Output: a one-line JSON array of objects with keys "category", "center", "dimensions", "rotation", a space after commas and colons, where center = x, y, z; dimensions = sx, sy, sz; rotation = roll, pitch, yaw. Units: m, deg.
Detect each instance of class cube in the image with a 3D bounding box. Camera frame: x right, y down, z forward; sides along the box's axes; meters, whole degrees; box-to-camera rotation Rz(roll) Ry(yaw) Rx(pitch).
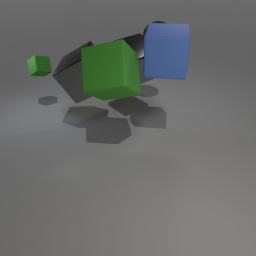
[{"category": "cube", "center": [-1.635, -2.027, 10.275], "dimensions": [1.400, 1.400, 1.400], "rotation": [-22, 35, 24]}, {"category": "cube", "center": [-0.505, -1.740, 8.793], "dimensions": [1.400, 1.400, 1.400], "rotation": [-6, -7, 20]}, {"category": "cube", "center": [0.272, -2.692, 11.187], "dimensions": [1.400, 1.400, 1.400], "rotation": [-27, 59, -31]}, {"category": "cube", "center": [1.297, -2.577, 9.351], "dimensions": [1.400, 1.400, 1.400], "rotation": [5, 38, 8]}, {"category": "cube", "center": [-3.784, -2.640, 11.990], "dimensions": [0.700, 0.700, 0.700], "rotation": [-7, -3, -44]}]

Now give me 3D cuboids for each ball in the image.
[{"category": "ball", "center": [1.286, -3.858, 12.047], "dimensions": [1.400, 1.400, 1.400], "rotation": [0, 32, 0]}]
